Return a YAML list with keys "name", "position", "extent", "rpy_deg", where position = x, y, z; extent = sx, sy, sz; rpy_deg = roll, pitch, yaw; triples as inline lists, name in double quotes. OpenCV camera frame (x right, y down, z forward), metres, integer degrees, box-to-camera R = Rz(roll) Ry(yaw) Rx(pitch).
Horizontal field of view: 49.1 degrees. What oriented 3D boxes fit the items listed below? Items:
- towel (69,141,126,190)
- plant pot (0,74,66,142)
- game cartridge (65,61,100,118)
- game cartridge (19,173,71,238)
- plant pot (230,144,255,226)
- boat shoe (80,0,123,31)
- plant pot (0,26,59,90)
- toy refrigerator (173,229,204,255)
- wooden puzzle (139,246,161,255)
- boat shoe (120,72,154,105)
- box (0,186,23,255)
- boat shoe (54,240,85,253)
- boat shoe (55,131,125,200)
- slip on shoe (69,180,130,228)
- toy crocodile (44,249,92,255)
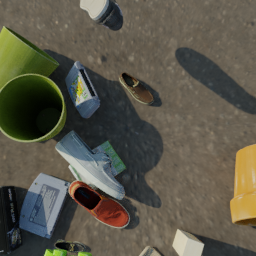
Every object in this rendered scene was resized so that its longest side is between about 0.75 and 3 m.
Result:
- name: "towel"
  position: [-1.069, 1.366, 9.743]
  extent: [1.664, 0.255, 1.241]
  rpy_deg: [-34, 82, -6]
- name: "plant pot"
  position: [-2.843, -0.406, 9.079]
  extent: [2.027, 2.166, 2.027]
  rpy_deg: [0, 80, 0]
- name: "game cartridge"
  position: [-1.629, -1.277, 9.782]
  extent: [0.354, 1.167, 1.750]
  rpy_deg: [-17, 75, -36]
- name: "game cartridge"
  position: [-2.857, 2.572, 9.487]
  extent: [1.279, 0.399, 1.920]
  rpy_deg: [19, 81, 8]
- name: "plant pot"
  position: [4.363, 1.758, 8.764]
  extent: [2.431, 2.431, 2.225]
  rpy_deg: [-1, 64, 0]
- name: "boat shoe"
  position: [-0.756, -3.386, 7.849]
  extent: [0.859, 0.732, 2.568]
  rpy_deg: [-44, 38, 18]
- name: "plant pot"
  position: [-3.869, -1.895, 9.611]
  extent: [2.085, 2.085, 2.228]
  rpy_deg: [37, 97, 6]
- name: "toy refrigerator"
  position: [1.848, 3.634, 8.665]
  extent: [0.553, 1.581, 0.600]
  rpy_deg: [20, 79, 4]
- name: "wooden puzzle"
  position: [0.845, 5.456, 8.748]
  extent: [2.515, 0.582, 2.330]
  rpy_deg: [42, 76, 6]
- name: "boat shoe"
  position: [0.292, -1.435, 10.072]
  extent: [1.552, 0.574, 0.573]
  rpy_deg: [39, 82, 6]
- name: "box"
  position: [-4.925, 3.116, 9.003]
  extent: [2.523, 1.086, 2.066]
  rpy_deg: [-11, 79, -2]
- name: "boat shoe"
  position: [-1.929, 3.941, 9.260]
  extent: [1.004, 0.302, 0.358]
  rpy_deg: [9, 80, 2]
- name: "boat shoe"
  position: [-1.096, 1.143, 9.240]
  extent: [2.877, 1.004, 1.024]
  rpy_deg: [38, 86, 12]
- name: "slip on shoe"
  position: [-0.933, 2.561, 9.189]
  extent: [2.335, 0.715, 0.865]
  rpy_deg: [38, 83, -8]
- name: "toy crocodile"
  position: [-1.058, 2.601, 5.393]
  extent: [1.326, 0.410, 0.448]
  rpy_deg: [1, 73, 16]
